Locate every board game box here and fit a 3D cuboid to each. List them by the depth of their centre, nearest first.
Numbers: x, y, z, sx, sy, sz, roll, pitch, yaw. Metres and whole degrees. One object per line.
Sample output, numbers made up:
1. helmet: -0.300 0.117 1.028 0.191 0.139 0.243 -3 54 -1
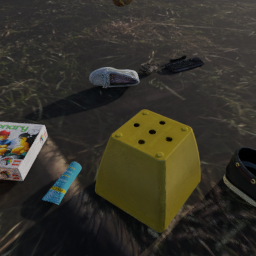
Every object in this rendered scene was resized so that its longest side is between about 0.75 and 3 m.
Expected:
1. board game box: -3.705 0.499 7.246 2.714 0.470 1.714 4 37 5

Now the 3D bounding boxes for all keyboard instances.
1. keyboard: 2.286 -2.749 11.746 1.660 0.171 1.055 -19 41 -24

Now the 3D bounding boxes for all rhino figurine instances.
1. rhino figurine: 0.919 -2.407 11.188 0.428 0.293 0.980 37 48 25

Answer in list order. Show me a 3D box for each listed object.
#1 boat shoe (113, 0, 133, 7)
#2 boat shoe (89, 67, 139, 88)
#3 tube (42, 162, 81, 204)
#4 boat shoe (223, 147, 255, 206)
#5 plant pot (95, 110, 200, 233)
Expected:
1. boat shoe: -0.446 -3.828 7.003 0.545 1.613 0.581 3 39 47
2. boat shoe: -0.487 -1.770 10.090 1.782 0.657 0.571 1 33 -10
3. tube: -1.475 1.269 6.464 0.435 0.283 1.124 5 41 25
4. boat shoe: 3.395 1.426 5.726 1.076 0.922 2.942 -27 47 -35
5. plant pot: 0.487 0.708 6.052 1.833 1.617 1.833 25 44 28
